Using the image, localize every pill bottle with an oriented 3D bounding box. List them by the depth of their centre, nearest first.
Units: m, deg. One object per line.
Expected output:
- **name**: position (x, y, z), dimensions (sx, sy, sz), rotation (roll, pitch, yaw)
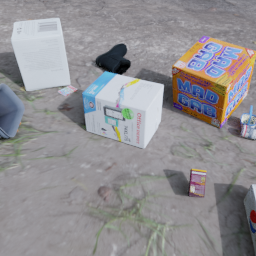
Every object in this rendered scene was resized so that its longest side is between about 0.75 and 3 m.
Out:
- **pill bottle**: position (5.042, 0.214, 11.238), dimensions (0.865, 0.517, 0.517), rotation (14, 42, 14)

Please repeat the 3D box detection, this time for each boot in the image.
- **boot**: position (-0.436, -3.832, 15.717), dimensions (2.287, 0.873, 1.922), rotation (-35, 47, -25)

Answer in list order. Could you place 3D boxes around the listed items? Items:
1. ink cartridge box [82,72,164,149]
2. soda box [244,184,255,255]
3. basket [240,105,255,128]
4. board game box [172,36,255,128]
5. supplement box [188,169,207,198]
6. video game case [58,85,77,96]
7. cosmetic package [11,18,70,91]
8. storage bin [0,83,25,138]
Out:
- **ink cartridge box**: position (-0.143, -0.777, 11.291), dimensions (2.647, 1.942, 1.933), rotation (16, 42, 19)
- **soda box**: position (4.021, 2.996, 7.603), dimensions (1.016, 0.950, 2.985), rotation (5, 40, 6)
- **basket**: position (5.016, -0.366, 11.604), dimensions (0.643, 0.925, 0.815), rotation (16, 42, 19)
- **board game box**: position (3.594, -1.995, 11.999), dimensions (2.427, 2.426, 2.425), rotation (30, 61, 30)
- **supplement box**: position (2.215, 1.772, 8.964), dimensions (0.479, 0.372, 0.868), rotation (7, 78, 8)
- **video game case**: position (-3.030, -1.866, 14.048), dimensions (0.577, 0.070, 0.808), rotation (29, 48, 30)
- **cosmetic package**: position (-4.292, -3.711, 14.114), dimensions (2.276, 2.758, 2.274), rotation (-9, 41, -9)
- **storage bin**: position (-5.376, -0.372, 11.281), dimensions (1.584, 1.717, 2.359), rotation (-24, 37, 13)
